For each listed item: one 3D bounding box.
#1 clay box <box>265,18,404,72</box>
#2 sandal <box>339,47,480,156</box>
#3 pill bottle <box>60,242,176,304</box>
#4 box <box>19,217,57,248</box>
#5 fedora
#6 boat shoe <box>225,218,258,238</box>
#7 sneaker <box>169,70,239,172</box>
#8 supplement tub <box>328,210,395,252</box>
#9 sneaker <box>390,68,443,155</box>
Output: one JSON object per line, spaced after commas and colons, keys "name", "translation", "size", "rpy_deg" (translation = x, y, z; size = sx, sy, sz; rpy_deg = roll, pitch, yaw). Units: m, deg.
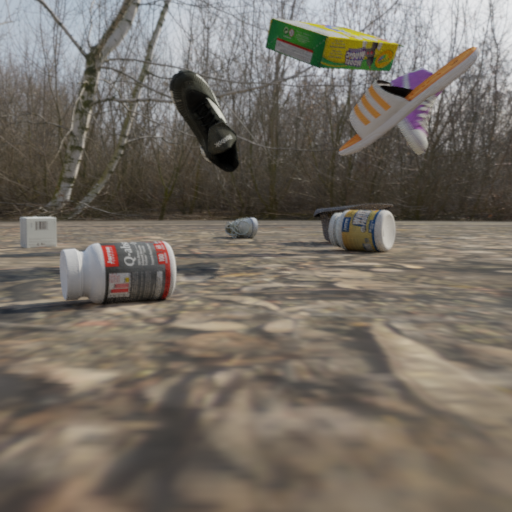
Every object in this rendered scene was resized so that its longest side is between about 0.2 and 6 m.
{"name": "clay box", "translation": [1.431, -3.627, 9.713], "size": [2.285, 0.544, 1.313], "rpy_deg": [-14, 38, -42]}
{"name": "sandal", "translation": [2.429, -2.812, 9.639], "size": [2.788, 0.799, 1.068], "rpy_deg": [-37, 9, 25]}
{"name": "pill bottle", "translation": [-1.290, 0.156, 5.228], "size": [0.976, 0.565, 0.565], "rpy_deg": [-3, 5, -27]}
{"name": "box", "translation": [-5.099, -0.551, 13.109], "size": [0.712, 0.715, 0.468], "rpy_deg": [-4, 8, -39]}
{"name": "fedora", "translation": [2.533, -0.812, 14.784], "size": [2.135, 0.964, 1.888], "rpy_deg": [-1, 1, 42]}
{"name": "boat shoe", "translation": [-0.582, -0.885, 17.701], "size": [0.757, 0.656, 1.775], "rpy_deg": [-2, 3, -24]}
{"name": "sneaker", "translation": [-0.981, -2.847, 12.268], "size": [0.890, 2.679, 1.212], "rpy_deg": [-36, 51, -7]}
{"name": "supplement tub", "translation": [2.235, -0.531, 11.843], "size": [1.203, 0.870, 0.870], "rpy_deg": [3, 5, 35]}
{"name": "sneaker", "translation": [3.631, -3.290, 12.270], "size": [1.228, 2.154, 0.781], "rpy_deg": [-24, -33, 24]}
